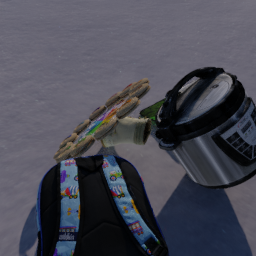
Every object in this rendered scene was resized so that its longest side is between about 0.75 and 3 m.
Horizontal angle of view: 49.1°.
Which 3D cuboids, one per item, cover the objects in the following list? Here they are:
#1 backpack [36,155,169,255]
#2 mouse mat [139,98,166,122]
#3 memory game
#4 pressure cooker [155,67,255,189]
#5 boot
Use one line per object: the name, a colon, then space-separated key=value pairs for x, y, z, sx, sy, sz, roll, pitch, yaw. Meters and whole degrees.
backpack: x=-0.564 y=1.644 z=4.859 sx=2.044 sy=1.506 sz=2.239 roll=-7 pitch=52 yaw=-15
mouse mat: x=1.839 y=-0.640 z=8.979 sx=2.457 sy=0.093 sz=1.977 roll=-31 pitch=40 yaw=-32
memory game: x=-0.649 y=-0.219 z=6.739 sx=3.000 sy=0.191 sz=3.000 roll=-38 pitch=14 yaw=11
pressure cooker: x=1.753 y=-0.080 z=6.268 sx=2.129 sy=2.383 sz=2.096 roll=-27 pitch=22 yaw=23
boot: x=0.037 y=-0.205 z=7.818 sx=1.309 sy=0.610 sz=1.692 roll=-3 pitch=50 yaw=22
